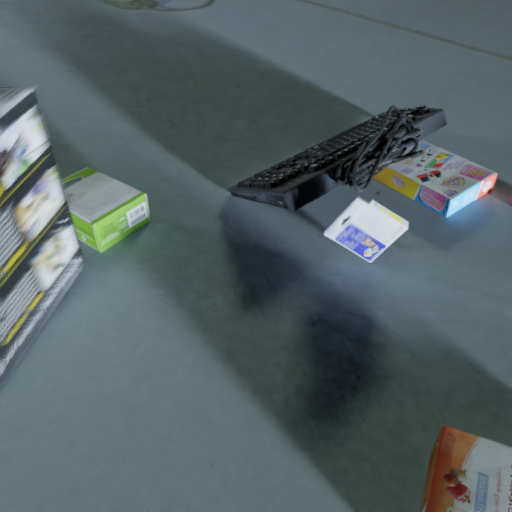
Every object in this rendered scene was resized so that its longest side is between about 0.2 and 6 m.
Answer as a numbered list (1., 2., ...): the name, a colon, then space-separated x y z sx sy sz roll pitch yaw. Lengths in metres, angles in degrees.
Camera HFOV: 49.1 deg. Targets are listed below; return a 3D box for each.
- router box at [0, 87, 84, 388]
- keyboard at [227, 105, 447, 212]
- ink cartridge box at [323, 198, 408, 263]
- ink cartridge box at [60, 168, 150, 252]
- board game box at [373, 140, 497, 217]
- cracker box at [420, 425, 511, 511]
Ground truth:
1. router box: -3.775 0.177 6.948 1.062 3.101 4.157 6 39 11
2. keyboard: 1.987 -2.397 11.296 5.153 1.021 2.682 -32 32 -32
3. ink cartridge box: 1.759 -0.446 9.065 0.984 0.973 0.231 32 44 -10
4. ink cartridge box: -2.964 -0.907 10.255 1.657 0.628 1.225 26 46 29
5. board game box: 3.510 -1.657 11.330 1.547 0.408 2.021 -27 46 -29
6. cracker box: 2.842 2.832 5.678 2.238 0.646 1.499 15 42 17
